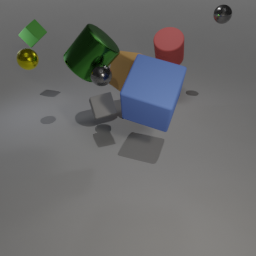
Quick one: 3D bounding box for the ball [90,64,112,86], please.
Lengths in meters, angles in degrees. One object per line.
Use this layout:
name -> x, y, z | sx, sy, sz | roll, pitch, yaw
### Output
ball -> -0.856, -1.685, 8.950 | 0.700, 0.700, 0.700 | 0, 29, 0

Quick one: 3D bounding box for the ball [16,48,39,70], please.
ball -> -3.324, -2.279, 9.289 | 0.700, 0.700, 0.700 | 0, 29, 0

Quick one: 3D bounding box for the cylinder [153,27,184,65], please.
cylinder -> 1.965, -3.797, 13.366 | 1.400, 1.400, 1.400 | -4, 67, 9

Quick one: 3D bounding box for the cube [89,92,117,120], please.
cube -> -0.833, -0.715, 9.147 | 0.700, 0.700, 0.700 | -17, 2, -10

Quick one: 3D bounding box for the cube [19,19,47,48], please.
cube -> -3.976, -3.947, 11.709 | 0.700, 0.700, 0.700 | -20, 34, 43

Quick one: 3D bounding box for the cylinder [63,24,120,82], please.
cylinder -> -1.233, -2.527, 9.528 | 1.400, 1.400, 1.400 | 37, 25, -21

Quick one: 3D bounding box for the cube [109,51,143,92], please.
cube -> 0.184, -2.269, 11.498 | 1.400, 1.400, 1.400 | -4, 29, -35

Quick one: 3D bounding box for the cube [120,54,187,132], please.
cube -> 0.688, -0.952, 7.852 | 1.400, 1.400, 1.400 | 18, 67, 10

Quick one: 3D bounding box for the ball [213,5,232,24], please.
ball -> 3.704, -4.450, 10.959 | 0.700, 0.700, 0.700 | 0, 29, 0
